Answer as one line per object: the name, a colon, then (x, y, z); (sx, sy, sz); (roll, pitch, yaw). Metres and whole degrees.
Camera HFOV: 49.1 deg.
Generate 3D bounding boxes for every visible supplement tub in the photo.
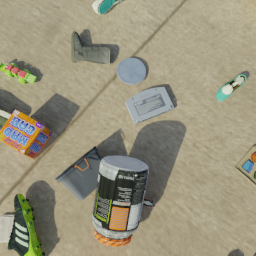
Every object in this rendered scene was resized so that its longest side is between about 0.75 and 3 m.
supplement tub: (-0.304, 2.428, 9.484); (1.666, 1.666, 2.718); (11, 99, 3)

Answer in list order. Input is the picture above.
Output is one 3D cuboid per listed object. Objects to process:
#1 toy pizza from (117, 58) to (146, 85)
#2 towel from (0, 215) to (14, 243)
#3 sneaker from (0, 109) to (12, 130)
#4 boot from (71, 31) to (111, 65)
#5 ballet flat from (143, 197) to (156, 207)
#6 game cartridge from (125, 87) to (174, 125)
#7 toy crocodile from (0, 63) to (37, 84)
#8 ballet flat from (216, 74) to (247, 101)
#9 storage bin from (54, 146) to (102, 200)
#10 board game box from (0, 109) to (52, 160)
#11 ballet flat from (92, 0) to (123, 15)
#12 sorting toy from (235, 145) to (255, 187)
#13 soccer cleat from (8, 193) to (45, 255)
toy pizza: (0.147, -2.406, 11.957); (1.274, 0.202, 1.274); (0, 74, -1)
towel: (-4.415, 3.695, 10.285); (0.655, 0.170, 0.989); (-1, 75, 0)
sneaker: (-5.644, -0.349, 11.053); (2.414, 0.809, 1.084); (22, 71, 3)
boot: (-1.570, -3.444, 12.037); (1.669, 0.606, 1.517); (-2, 89, 6)
ballet flat: (0.538, 2.734, 10.447); (1.039, 0.370, 0.359); (13, 75, 4)
game cartridge: (0.857, -0.979, 11.505); (1.777, 0.369, 1.183); (-21, 71, -6)
toy crocodile: (-4.641, -2.322, 11.768); (1.678, 0.518, 0.566); (25, 76, 6)
ballet flat: (4.279, -1.729, 11.586); (1.564, 0.551, 0.527); (-38, 77, -9)
storage bin: (-1.512, 1.679, 10.124); (1.817, 1.322, 1.220); (-40, 90, -25)
board game box: (-3.901, 0.276, 10.659); (1.259, 1.258, 1.258); (29, 77, 8)
ballet flat: (-0.717, -6.031, 12.716); (2.275, 0.816, 0.816); (-40, 78, -10)
sorting toy: (5.228, 1.688, 10.800); (1.797, 0.241, 1.339); (43, 79, 11)
soccer cleat: (-3.800, 3.674, 9.943); (1.067, 0.889, 2.632); (-18, 78, -4)
